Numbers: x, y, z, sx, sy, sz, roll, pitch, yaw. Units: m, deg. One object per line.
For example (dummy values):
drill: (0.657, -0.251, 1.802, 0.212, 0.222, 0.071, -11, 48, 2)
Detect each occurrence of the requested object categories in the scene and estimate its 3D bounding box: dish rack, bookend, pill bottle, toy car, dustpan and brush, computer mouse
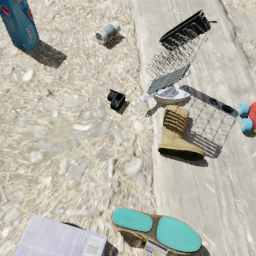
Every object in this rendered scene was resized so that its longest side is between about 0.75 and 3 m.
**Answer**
dish rack: (1.544, -2.474, 9.635, 0.797, 2.241, 2.922, 39, 64, -19)
bookend: (-0.588, -1.129, 11.433, 0.753, 0.347, 0.749, 24, 60, 16)
pill bottle: (-0.938, -4.621, 13.545, 0.678, 0.678, 1.191, 38, 64, 22)
toy car: (5.171, -0.695, 10.337, 1.559, 1.691, 1.496, 5, 57, 3)
dustpan and brush: (1.272, -1.452, 11.448, 2.342, 0.670, 1.635, -34, 63, -20)
computer mouse: (3.819, -0.958, 11.419, 1.077, 0.183, 0.316, 34, 64, 21)

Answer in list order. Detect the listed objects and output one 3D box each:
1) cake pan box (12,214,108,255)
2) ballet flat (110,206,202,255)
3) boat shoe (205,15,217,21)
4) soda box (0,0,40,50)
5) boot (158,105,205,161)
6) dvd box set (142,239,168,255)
cake pan box: (-2.063, 3.958, 7.868, 2.443, 0.694, 2.652, 13, 58, 7)
ballet flat: (0.793, 3.037, 8.348, 2.738, 0.894, 0.965, 19, 59, 10)
boat shoe: (4.159, -5.670, 14.553, 0.832, 0.303, 0.257, 4, 13, 10)
soda box: (-4.934, -4.987, 12.422, 0.943, 2.940, 0.997, 21, 59, 14)
boot: (2.067, 0.119, 10.430, 1.751, 0.661, 2.000, 13, 56, 8)
dvd box set: (0.737, 3.624, 8.002, 0.629, 0.860, 0.126, 23, 31, 15)
